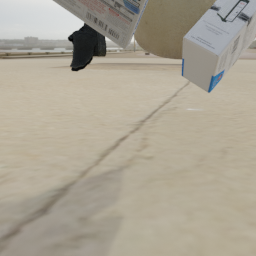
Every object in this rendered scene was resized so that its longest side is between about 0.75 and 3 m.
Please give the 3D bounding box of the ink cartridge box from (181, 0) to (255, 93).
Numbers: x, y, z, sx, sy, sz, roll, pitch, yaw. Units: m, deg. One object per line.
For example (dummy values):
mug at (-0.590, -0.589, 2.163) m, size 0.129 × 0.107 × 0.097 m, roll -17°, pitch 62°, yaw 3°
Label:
ink cartridge box at (1.878, -1.784, 5.418) m, size 0.757 × 1.796 × 1.311 m, roll 36°, pitch -12°, yaw 21°

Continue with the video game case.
video game case at (-0.745, -2.649, 4.436) m, size 2.473 × 0.272 × 2.254 m, roll 34°, pitch -24°, yaw -1°

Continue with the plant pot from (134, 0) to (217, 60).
plant pot at (1.442, -3.384, 7.012) m, size 2.871 × 1.928 × 2.871 m, roll -5°, pitch 49°, yaw 6°

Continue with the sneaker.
sneaker at (-1.298, -2.847, 8.471) m, size 1.153 × 2.210 × 0.664 m, roll -7°, pitch -6°, yaw -11°
